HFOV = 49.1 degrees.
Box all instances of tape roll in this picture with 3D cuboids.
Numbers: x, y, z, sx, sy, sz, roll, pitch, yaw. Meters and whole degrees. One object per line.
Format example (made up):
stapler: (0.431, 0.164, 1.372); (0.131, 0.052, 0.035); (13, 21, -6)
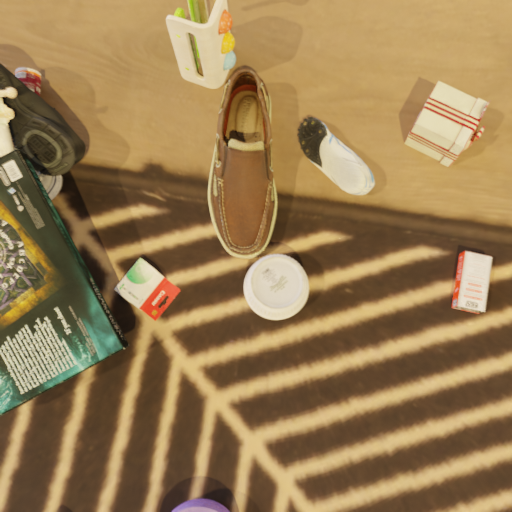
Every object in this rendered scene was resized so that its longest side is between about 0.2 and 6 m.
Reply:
tape roll: (-0.884, 4.486, 8.605); (1.312, 0.557, 1.312); (0, 79, 0)

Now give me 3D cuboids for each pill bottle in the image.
pill bottle: (-4.154, -2.952, 10.147); (0.445, 0.445, 0.779); (2, 84, 0)

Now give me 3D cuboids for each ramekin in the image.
ramekin: (0.343, 0.498, 9.393); (1.122, 0.589, 1.122); (0, 79, 0)

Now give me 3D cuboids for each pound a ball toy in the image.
pound a ball toy: (-0.736, -4.028, 9.468); (0.949, 2.235, 1.457); (19, 79, 4)

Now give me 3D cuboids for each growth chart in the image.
growth chart: (-4.669, -1.485, 9.070); (1.744, 0.214, 2.410); (-4, 114, -14)

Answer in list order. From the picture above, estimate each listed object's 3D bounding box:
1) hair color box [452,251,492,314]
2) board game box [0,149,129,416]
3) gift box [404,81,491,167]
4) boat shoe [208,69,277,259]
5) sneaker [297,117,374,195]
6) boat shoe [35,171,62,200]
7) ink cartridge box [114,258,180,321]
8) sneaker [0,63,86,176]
hair color box: (3.679, 0.455, 9.549); (0.492, 0.297, 0.970); (13, 78, 2)
board game box: (-3.895, 0.449, 8.733); (2.394, 0.498, 3.539); (-28, 90, -4)
gift box: (3.376, -2.331, 9.730); (1.072, 1.060, 1.148); (30, 86, 7)
boat shoe: (-0.264, -1.609, 9.502); (1.197, 1.199, 3.241); (-2, 79, 0)
sneaker: (1.387, -1.744, 9.915); (0.647, 0.653, 1.801); (-46, 68, 23)
boat shoe: (-4.906, -1.480, 9.554); (2.982, 1.041, 1.057); (9, 79, 2)
ink cartridge box: (-1.862, 0.576, 9.577); (0.878, 0.220, 0.706); (37, 81, 9)
sneaker: (-4.023, -2.443, 9.550); (0.996, 1.190, 2.622); (-39, 99, 16)
